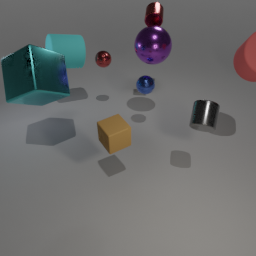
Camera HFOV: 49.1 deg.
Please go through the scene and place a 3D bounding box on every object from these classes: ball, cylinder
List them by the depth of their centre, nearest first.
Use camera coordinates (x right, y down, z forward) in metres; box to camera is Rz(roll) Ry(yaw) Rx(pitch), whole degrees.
[{"bbox_3d":[2.067,-0.319,7.569,0.700,0.700,0.700,13,-12,3],"label":"cylinder"},{"bbox_3d":[4.169,-2.228,8.744,1.400,1.400,1.400,5,2,8],"label":"cylinder"},{"bbox_3d":[0.652,-1.604,10.411,0.700,0.700,0.700,0,31,0],"label":"ball"},{"bbox_3d":[0.932,-3.074,10.429,1.400,1.400,1.400,0,31,0],"label":"ball"},{"bbox_3d":[1.007,-4.319,10.752,0.700,0.700,0.700,4,56,6],"label":"cylinder"},{"bbox_3d":[-1.046,-2.910,11.836,0.700,0.700,0.700,0,31,0],"label":"ball"},{"bbox_3d":[-2.677,-3.254,11.936,1.400,1.400,1.400,-7,31,-26],"label":"cylinder"}]

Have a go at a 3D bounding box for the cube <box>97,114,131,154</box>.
[{"bbox_3d":[-0.378,0.161,7.747,0.700,0.700,0.700,-23,46,-22],"label":"cube"}]

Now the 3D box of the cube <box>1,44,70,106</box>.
[{"bbox_3d":[-2.865,-1.566,8.742,1.400,1.400,1.400,-14,-7,31],"label":"cube"}]
